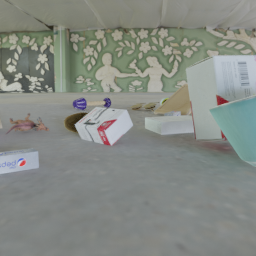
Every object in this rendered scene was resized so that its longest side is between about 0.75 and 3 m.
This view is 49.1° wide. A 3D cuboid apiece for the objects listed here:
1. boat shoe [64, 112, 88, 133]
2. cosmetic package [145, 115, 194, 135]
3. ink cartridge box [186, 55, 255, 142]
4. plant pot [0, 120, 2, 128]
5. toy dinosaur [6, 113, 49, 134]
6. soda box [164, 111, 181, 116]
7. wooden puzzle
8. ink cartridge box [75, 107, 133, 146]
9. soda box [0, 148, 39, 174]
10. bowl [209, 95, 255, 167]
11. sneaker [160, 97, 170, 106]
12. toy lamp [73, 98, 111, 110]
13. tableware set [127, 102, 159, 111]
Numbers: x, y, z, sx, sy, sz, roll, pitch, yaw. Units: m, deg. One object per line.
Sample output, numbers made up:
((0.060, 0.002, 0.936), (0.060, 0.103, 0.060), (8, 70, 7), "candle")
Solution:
((-1.388, -0.188, 10.194), (2.088, 0.773, 0.693), (-4, -3, -33), "boat shoe")
((1.769, -0.143, 10.306), (1.905, 0.492, 1.436), (-3, 12, -19), "cosmetic package")
((3.364, -0.869, 8.071), (2.985, 2.175, 1.236), (-7, -2, -24), "ink cartridge box")
((-5.549, -0.424, 10.922), (0.967, 0.857, 0.968), (-7, 12, -37), "plant pot")
((-3.577, -0.097, 9.920), (0.949, 0.601, 1.400), (16, 22, 37), "toy dinosaur")
((2.094, -0.546, 13.067), (0.426, 0.395, 1.247), (5, 10, 26), "soda box")
((3.078, -1.473, 14.804), (2.693, 0.542, 2.911), (-42, 22, -21), "wooden puzzle")
((-0.747, -0.092, 8.470), (1.431, 0.593, 1.050), (8, 42, 43), "ink cartridge box")
((-2.402, 0.681, 5.663), (1.105, 0.377, 0.351), (-6, 11, -34), "soda box")
((3.184, -0.050, 5.684), (2.719, 1.422, 2.719), (-14, -2, -1), "bowl")
((3.190, -1.468, 16.928), (2.577, 1.025, 1.683), (-8, 5, 13), "sneaker")
((-2.390, -1.624, 18.533), (0.814, 0.814, 2.797), (8, 10, 42), "toy lamp")
((0.985, -1.282, 17.750), (1.829, 0.367, 1.209), (0, 19, 37), "tableware set")
